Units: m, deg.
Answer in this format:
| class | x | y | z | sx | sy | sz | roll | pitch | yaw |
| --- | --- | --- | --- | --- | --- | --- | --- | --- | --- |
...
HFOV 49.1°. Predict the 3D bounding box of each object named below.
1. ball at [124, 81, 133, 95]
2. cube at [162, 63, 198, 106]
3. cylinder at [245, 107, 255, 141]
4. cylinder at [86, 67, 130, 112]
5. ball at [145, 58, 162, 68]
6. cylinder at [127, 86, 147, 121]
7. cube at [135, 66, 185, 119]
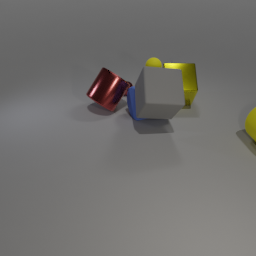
| class | x | y | z | sx | sy | sz | roll | pitch | yaw |
| --- | --- | --- | --- | --- | --- | --- | --- | --- | --- |
| ball | -0.074 | -1.969 | 13.869 | 0.700 | 0.700 | 0.700 | 0 | 29 | 0 |
| cube | 2.222 | -1.920 | 12.504 | 1.400 | 1.400 | 1.400 | 0 | 68 | 0 |
| cylinder | 4.919 | 0.049 | 9.418 | 1.400 | 1.400 | 1.400 | -3 | 29 | -6 |
| cylinder | -0.861 | -1.650 | 12.050 | 1.400 | 1.400 | 1.400 | 32 | 5 | -3 |
| ball | 1.095 | -2.659 | 12.011 | 0.700 | 0.700 | 0.700 | 0 | 29 | 0 |
| cylinder | 0.852 | -1.123 | 11.597 | 1.400 | 1.400 | 1.400 | -14 | 32 | -21 |
| cube | 1.091 | -1.217 | 10.090 | 1.400 | 1.400 | 1.400 | 2 | 70 | -11 |
